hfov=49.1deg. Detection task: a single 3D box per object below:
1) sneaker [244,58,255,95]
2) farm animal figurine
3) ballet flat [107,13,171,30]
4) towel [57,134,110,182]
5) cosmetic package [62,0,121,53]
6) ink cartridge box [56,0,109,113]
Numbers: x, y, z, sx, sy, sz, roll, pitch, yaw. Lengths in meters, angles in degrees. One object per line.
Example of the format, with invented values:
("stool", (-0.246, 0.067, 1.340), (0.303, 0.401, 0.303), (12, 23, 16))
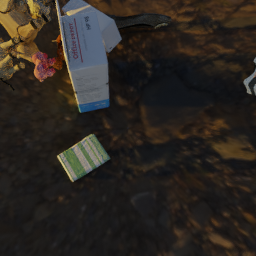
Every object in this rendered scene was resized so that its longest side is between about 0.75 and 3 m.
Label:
("sneaker", (4.069, -2.012, 7.495), (1.198, 1.104, 2.995), (12, 58, 44))
("farm animal figurine", (-2.669, -2.291, 7.033), (1.361, 2.611, 2.582), (-19, 100, 31))
("ballet flat", (0.176, -3.032, 8.192), (2.161, 0.728, 0.501), (0, 96, 5))
("towel", (-1.109, 0.730, 6.985), (1.079, 0.126, 0.823), (-32, 72, -9))
("cosmetic package", (-0.986, -2.831, 7.641), (1.582, 0.803, 0.564), (40, 83, 23))
("ink cartridge box", (-0.981, -1.592, 6.596), (0.843, 2.528, 1.464), (-10, 69, -7))
